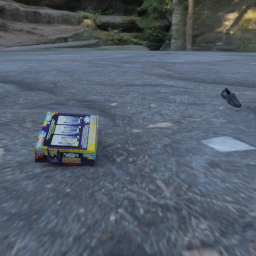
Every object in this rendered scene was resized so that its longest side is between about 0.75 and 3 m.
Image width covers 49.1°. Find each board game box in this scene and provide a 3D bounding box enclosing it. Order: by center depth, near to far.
[{"bbox_3d":[-1.253,0.192,6.003,1.177,0.404,1.424,5,32,-6],"label":"board game box"}]

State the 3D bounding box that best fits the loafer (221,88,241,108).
[{"bbox_3d":[3.563,-1.043,9.653,0.343,0.355,1.011,0,36,-21],"label":"loafer"}]
